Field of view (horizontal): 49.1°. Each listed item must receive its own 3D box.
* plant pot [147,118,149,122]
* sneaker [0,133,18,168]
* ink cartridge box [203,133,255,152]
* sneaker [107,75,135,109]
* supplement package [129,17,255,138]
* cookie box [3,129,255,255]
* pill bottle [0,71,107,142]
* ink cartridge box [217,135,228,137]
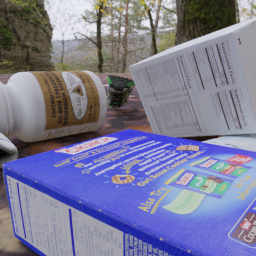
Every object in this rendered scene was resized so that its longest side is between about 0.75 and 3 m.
[{"bbox_3d":[1.284,-0.681,9.092,1.331,0.932,1.331,1,12,0],"label":"plant pot"},{"bbox_3d":[-3.078,0.442,4.232,1.275,1.091,2.928,15,20,33],"label":"sneaker"},{"bbox_3d":[2.410,0.439,4.955,1.538,0.454,1.921,-9,7,-33],"label":"ink cartridge box"},{"bbox_3d":[-0.280,-1.251,10.270,1.023,1.117,2.621,11,-1,0],"label":"sneaker"},{"bbox_3d":[1.833,-1.067,6.458,2.603,1.961,1.976,-6,21,47],"label":"supplement package"},{"bbox_3d":[0.314,0.767,2.976,2.474,0.930,2.116,11,17,38],"label":"cookie box"},{"bbox_3d":[-2.111,-0.539,6.861,2.906,1.662,1.662,-11,17,-39],"label":"pill bottle"},{"bbox_3d":[2.837,-0.146,7.446,1.083,0.623,1.850,-4,14,-6],"label":"ink cartridge box"}]
